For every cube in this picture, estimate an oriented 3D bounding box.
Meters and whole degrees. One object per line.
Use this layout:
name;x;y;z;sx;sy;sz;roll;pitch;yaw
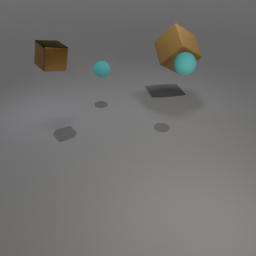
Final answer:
cube;2.291;-3.611;12.929;1.400;1.400;1.400;14;55;-40
cube;-2.204;-2.067;8.006;0.700;0.700;0.700;-12;37;-37

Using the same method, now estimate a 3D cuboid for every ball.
ball;-1.108;-2.479;11.858;0.700;0.700;0.700;0;32;0
ball;1.806;-2.035;8.883;0.700;0.700;0.700;0;32;0
